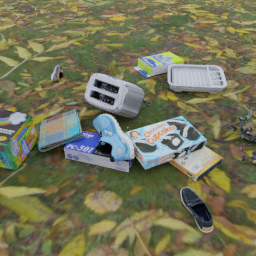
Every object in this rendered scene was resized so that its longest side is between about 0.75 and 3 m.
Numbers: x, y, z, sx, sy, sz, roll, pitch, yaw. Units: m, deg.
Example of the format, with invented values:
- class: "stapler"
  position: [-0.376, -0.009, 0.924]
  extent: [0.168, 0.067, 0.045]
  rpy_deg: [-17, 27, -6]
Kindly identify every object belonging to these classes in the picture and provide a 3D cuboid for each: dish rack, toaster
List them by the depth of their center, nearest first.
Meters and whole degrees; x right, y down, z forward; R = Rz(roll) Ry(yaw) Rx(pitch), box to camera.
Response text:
- class: "toaster"
  position: [-0.505, -1.255, 11.035]
  extent: [2.472, 1.405, 1.597]
  rpy_deg: [25, 9, 28]
- class: "dish rack"
  position: [3.243, -2.339, 13.518]
  extent: [2.674, 0.582, 2.295]
  rpy_deg: [4, 39, 5]

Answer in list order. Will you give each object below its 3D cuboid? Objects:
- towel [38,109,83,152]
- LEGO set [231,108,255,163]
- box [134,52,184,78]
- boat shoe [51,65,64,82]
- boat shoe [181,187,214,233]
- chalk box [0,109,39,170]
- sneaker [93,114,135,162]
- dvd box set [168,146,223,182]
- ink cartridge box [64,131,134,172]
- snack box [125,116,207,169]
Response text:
- class: "towel"
  position: [-2.511, 0.012, 10.264]
  extent: [1.573, 0.233, 2.145]
  rpy_deg: [-20, 32, -4]
- class: "LEGO set"
  position: [4.487, 0.385, 10.123]
  extent: [1.622, 0.708, 2.498]
  rpy_deg: [20, 55, 27]
- class: "box"
  position: [1.629, -3.414, 14.937]
  extent: [2.318, 0.552, 1.413]
  rpy_deg: [-18, 40, -23]
- class: "boat shoe"
  position: [-3.501, -2.731, 14.182]
  extent: [0.462, 0.461, 1.277]
  rpy_deg: [7, 48, 1]
- class: "boat shoe"
  position: [1.924, 2.170, 7.792]
  extent: [0.557, 0.465, 1.492]
  rpy_deg: [-11, 38, -11]
- class: "chalk box"
  position: [-4.084, 0.525, 9.247]
  extent: [1.250, 1.241, 2.003]
  rpy_deg: [11, 44, 12]
- class: "sneaker"
  position: [-0.678, 0.300, 9.081]
  extent: [0.987, 0.860, 2.195]
  rpy_deg: [-21, 41, -22]
- class: "dvd box set"
  position: [2.043, 0.909, 9.565]
  extent: [1.379, 0.277, 1.885]
  rpy_deg: [-28, 46, -31]
- class: "ink cartridge box"
  position: [-0.900, 0.759, 9.573]
  extent: [2.268, 0.501, 1.066]
  rpy_deg: [11, 38, 14]
- class: "snack box"
  position: [1.246, 0.416, 9.409]
  extent: [2.406, 0.446, 1.398]
  rpy_deg: [-16, 46, -25]
